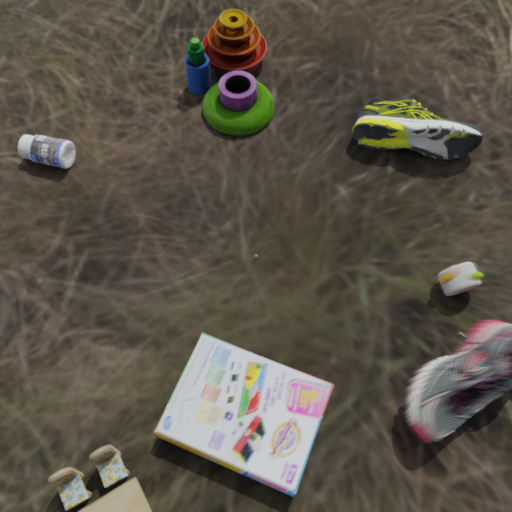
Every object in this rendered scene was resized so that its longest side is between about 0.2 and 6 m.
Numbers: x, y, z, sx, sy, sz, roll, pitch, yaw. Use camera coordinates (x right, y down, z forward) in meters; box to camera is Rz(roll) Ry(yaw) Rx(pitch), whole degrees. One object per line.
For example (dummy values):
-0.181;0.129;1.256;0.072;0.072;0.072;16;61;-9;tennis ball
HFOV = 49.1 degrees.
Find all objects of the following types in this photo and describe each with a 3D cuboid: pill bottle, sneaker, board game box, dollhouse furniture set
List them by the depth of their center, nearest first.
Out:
-2.296;3.556;7.098;1.882;1.250;1.650;-28;65;-14;dollhouse furniture set
3.164;1.760;8.087;2.381;0.889;0.960;-39;106;-18;sneaker
-0.153;2.291;8.251;2.160;0.436;1.653;20;63;11;board game box
-3.942;-1.978;10.534;0.925;0.526;0.526;12;62;9;pill bottle
3.083;-2.547;10.637;2.401;0.894;1.016;10;62;5;sneaker

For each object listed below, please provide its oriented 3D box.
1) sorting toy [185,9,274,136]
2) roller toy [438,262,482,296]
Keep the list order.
-0.558;-3.848;11.182;1.721;1.175;2.863;-5;62;-3;sorting toy
3.314;0.366;9.193;0.643;0.587;0.450;-20;75;3;roller toy
